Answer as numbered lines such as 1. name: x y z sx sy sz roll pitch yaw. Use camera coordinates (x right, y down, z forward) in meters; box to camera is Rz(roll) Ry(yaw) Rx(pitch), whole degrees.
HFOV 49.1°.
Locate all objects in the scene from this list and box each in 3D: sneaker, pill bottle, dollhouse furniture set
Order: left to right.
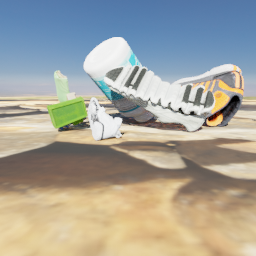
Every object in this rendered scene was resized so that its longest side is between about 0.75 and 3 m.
1. dollhouse furniture set: -2.047 -0.768 8.297 0.953 1.234 2.469 -20 31 -19
2. sneaker: -0.544 -0.213 6.577 0.665 1.157 0.435 2 -37 -24
3. pill bottle: -0.061 -1.406 9.046 1.513 1.513 2.731 8 -32 46
4. sneaker: 0.688 -0.741 7.313 2.912 1.180 1.094 23 53 13
5. sneaker: 2.204 -0.763 8.846 1.125 1.625 2.901 24 -32 -36

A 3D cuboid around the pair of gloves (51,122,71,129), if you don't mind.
1. pair of gloves: -1.690 -0.352 7.756 0.103 0.900 0.724 41 8 27
